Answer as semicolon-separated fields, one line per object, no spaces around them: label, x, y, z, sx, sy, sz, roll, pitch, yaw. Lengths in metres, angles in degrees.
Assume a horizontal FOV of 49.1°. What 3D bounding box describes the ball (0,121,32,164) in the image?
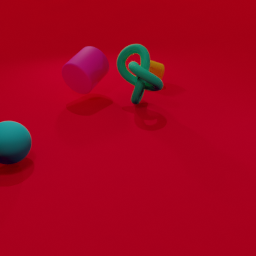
ball;-2.974;0.366;6.986;1.079;1.079;1.079;0;29;0

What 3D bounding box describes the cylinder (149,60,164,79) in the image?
cylinder;0.997;-2.440;12.014;0.840;0.840;0.840;12;24;-22

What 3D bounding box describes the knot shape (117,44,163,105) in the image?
knot shape;0.383;-1.723;9.877;0.962;1.948;2.082;-21;53;-16

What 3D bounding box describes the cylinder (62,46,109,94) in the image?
cylinder;-1.569;-2.156;10.476;1.314;1.314;1.314;15;49;24
